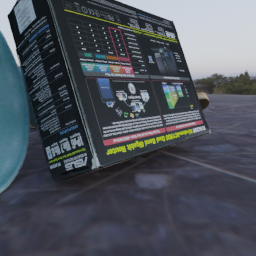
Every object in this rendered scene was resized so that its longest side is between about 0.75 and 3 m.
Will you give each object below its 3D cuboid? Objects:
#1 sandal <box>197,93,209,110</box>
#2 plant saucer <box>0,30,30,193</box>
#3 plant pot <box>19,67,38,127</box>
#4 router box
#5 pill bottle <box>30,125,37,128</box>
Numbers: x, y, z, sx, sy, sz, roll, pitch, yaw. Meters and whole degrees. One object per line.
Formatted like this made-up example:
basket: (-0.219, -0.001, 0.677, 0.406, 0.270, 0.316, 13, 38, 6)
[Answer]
sandal: (0.909, -0.501, 6.856, 2.013, 0.662, 0.738, -21, -36, 11)
plant saucer: (-2.054, -0.592, 2.835, 0.524, 2.917, 2.917, -17, 6, 9)
plant pot: (-1.493, -0.686, 4.896, 0.791, 1.174, 1.174, -43, -9, 21)
router box: (-0.028, -0.671, 4.330, 0.932, 2.247, 2.999, -22, -8, 39)
pill bottle: (-2.660, -0.349, 7.977, 1.211, 0.689, 0.689, -1, 8, -4)
